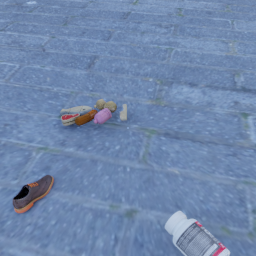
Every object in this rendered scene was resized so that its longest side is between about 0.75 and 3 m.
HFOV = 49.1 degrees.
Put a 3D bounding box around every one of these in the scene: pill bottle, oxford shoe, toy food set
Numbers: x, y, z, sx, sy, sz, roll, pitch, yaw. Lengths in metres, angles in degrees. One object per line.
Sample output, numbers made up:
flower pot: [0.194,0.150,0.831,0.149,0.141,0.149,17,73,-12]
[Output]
pill bottle: [1.198,2.038,5.023,0.609,0.609,1.100,-29,50,-28]
oxford shoe: [-2.178,1.433,6.521,0.415,0.423,1.166,12,37,25]
toy food set: [-1.100,-0.470,8.350,2.110,0.332,1.341,-8,31,4]
